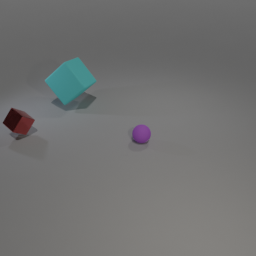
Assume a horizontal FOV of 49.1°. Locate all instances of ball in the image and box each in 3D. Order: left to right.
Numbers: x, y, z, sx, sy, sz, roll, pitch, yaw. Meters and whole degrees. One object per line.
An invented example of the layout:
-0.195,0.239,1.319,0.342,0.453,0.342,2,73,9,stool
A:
0.508,0.217,10.469,0.700,0.700,0.700,0,30,0,ball

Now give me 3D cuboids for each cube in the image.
-4.144,-0.245,10.638,0.700,0.700,0.700,34,5,24,cube
-2.564,-2.137,12.706,1.400,1.400,1.400,-34,10,26,cube
